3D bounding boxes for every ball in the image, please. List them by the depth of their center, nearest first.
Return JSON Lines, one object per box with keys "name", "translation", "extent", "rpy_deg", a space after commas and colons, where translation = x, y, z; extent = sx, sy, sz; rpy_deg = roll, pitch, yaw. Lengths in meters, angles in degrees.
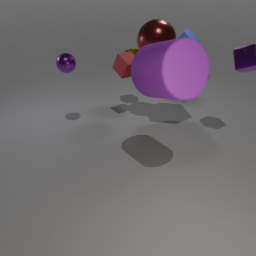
{"name": "ball", "translation": [-2.184, -2.289, 9.895], "extent": [0.700, 0.700, 0.700], "rpy_deg": [0, 29, 0]}
{"name": "ball", "translation": [1.018, -3.125, 9.960], "extent": [1.400, 1.400, 1.400], "rpy_deg": [0, 29, 0]}

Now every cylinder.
{"name": "cylinder", "translation": [1.004, -1.423, 6.914], "extent": [1.400, 1.400, 1.400], "rpy_deg": [-16, 16, -27]}

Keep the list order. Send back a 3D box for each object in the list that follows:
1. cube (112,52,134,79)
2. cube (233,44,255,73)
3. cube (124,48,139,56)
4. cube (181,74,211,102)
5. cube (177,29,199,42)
{"name": "cube", "translation": [-0.069, -2.464, 10.963], "extent": [0.700, 0.700, 0.700], "rpy_deg": [-19, 61, -38]}
{"name": "cube", "translation": [3.897, -2.233, 9.060], "extent": [0.700, 0.700, 0.700], "rpy_deg": [-6, -2, 40]}
{"name": "cube", "translation": [0.296, -2.978, 12.042], "extent": [0.700, 0.700, 0.700], "rpy_deg": [3, 3, -32]}
{"name": "cube", "translation": [1.990, -2.123, 10.735], "extent": [1.400, 1.400, 1.400], "rpy_deg": [37, 16, -28]}
{"name": "cube", "translation": [2.623, -3.880, 12.558], "extent": [0.700, 0.700, 0.700], "rpy_deg": [48, 39, 2]}
